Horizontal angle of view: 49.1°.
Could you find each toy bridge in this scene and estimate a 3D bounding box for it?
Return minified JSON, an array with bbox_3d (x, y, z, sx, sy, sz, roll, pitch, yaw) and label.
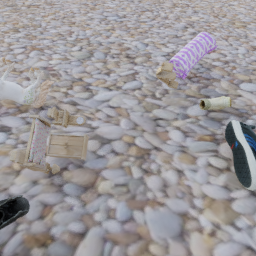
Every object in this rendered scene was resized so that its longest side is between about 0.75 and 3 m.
[{"bbox_3d":[1.317,-1.830,9.684,0.674,0.273,2.006,16,-5,17],"label":"toy bridge"}]

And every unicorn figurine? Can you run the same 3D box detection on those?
[{"bbox_3d":[-4.010,-1.356,9.419,2.640,1.813,0.975,16,1,-1],"label":"unicorn figurine"}]

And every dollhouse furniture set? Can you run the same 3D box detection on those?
[{"bbox_3d":[-1.687,0.144,6.703,1.032,2.114,1.803,3,74,6],"label":"dollhouse furniture set"}]

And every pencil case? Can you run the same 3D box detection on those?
[{"bbox_3d":[2.620,-2.966,11.394,0.952,0.934,2.226,41,73,13],"label":"pencil case"}]

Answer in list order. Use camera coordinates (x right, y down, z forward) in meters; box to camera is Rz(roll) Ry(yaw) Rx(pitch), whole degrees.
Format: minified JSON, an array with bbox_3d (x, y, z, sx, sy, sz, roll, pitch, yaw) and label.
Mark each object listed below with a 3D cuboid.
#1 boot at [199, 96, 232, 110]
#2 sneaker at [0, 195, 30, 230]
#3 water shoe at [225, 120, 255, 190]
[{"bbox_3d":[2.790,-0.799,9.245,0.902,0.420,1.166,-6,3,1],"label":"boot"},{"bbox_3d":[-2.618,1.693,5.212,1.913,0.574,0.998,-23,-6,5],"label":"sneaker"},{"bbox_3d":[3.196,0.597,7.234,0.876,0.794,2.221,5,44,-2],"label":"water shoe"}]
